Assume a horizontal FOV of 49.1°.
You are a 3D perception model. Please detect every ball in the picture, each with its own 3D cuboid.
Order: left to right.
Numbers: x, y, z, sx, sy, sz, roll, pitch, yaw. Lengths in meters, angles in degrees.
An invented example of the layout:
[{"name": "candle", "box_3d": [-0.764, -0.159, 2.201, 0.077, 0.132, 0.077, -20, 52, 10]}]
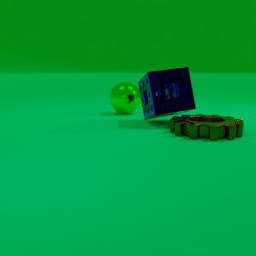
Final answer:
[{"name": "ball", "box_3d": [-0.104, -1.154, 10.880, 1.233, 1.233, 1.233, 0, 12, 0]}]

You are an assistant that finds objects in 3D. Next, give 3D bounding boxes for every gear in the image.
[{"name": "gear", "box_3d": [2.158, -0.068, 7.782, 1.945, 0.360, 1.945, 0, 12, 0]}]

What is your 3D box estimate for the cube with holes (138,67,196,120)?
[{"name": "cube with holes", "box_3d": [1.189, -1.061, 8.929, 1.303, 1.303, 1.303, -9, -2, -11]}]
